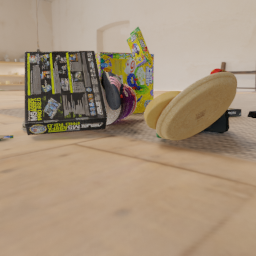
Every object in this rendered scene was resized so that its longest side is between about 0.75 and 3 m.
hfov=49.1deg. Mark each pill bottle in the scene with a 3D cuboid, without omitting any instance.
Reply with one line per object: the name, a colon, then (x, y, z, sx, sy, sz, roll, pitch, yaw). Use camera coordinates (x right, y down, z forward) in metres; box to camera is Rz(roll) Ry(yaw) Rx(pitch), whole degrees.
pill bottle: (-0.739, -0.962, 10.929, 1.525, 1.525, 2.712, 4, 11, 20)

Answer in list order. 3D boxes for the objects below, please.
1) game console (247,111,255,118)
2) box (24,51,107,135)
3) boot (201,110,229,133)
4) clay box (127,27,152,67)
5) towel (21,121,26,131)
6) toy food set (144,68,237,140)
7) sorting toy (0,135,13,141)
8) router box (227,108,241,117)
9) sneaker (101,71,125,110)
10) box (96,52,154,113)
game console: (6.396, -0.489, 11.925, 1.525, 0.312, 2.586, -1, 8, -6)
box: (-2.047, -1.242, 8.961, 2.361, 2.948, 0.652, -6, -33, -13)
boot: (2.032, -0.316, 8.562, 2.010, 0.914, 2.392, 1, -3, 20)
clay box: (0.285, -2.300, 7.973, 0.236, 0.991, 0.569, -25, 5, -26)
towel: (-2.693, -0.138, 9.819, 1.940, 0.334, 1.285, -2, 11, -14)
toy food set: (1.722, -0.531, 7.331, 2.507, 0.610, 2.481, -36, -29, 8)
sorting toy: (-3.715, 0.285, 7.908, 0.962, 0.131, 0.542, 1, 5, 1)
router box: (4.443, -0.736, 13.156, 1.318, 0.344, 1.036, -4, 8, -19)
sneaker: (-0.357, -1.230, 9.054, 0.731, 0.626, 1.783, 6, 43, -25)
box: (-0.290, -2.269, 14.375, 2.841, 2.950, 1.800, -3, 9, -20)
